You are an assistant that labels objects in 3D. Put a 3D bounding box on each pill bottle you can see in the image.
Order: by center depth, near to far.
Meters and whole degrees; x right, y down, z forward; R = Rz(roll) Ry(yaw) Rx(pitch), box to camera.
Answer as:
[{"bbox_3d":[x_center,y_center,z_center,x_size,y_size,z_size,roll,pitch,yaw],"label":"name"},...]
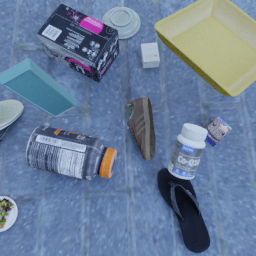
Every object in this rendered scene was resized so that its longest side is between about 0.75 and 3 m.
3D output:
[{"bbox_3d":[1.511,0.578,7.066,0.726,0.726,1.277,15,109,5],"label":"pill bottle"},{"bbox_3d":[-1.675,0.836,8.711,2.569,1.365,1.365,13,71,4],"label":"pill bottle"}]

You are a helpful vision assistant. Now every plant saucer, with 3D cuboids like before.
[{"bbox_3d":[-2.160,-0.859,7.146,0.910,2.603,0.247,-28,71,5],"label":"plant saucer"},{"bbox_3d":[2.532,-2.292,7.813,2.845,0.689,2.845,-36,74,-25],"label":"plant saucer"},{"bbox_3d":[-0.274,-4.225,10.996,1.551,0.389,1.551,0,71,-1],"label":"plant saucer"}]

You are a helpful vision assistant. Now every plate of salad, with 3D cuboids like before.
[{"bbox_3d":[-3.977,2.651,8.665,1.068,0.256,1.068,0,70,1],"label":"plate of salad"}]

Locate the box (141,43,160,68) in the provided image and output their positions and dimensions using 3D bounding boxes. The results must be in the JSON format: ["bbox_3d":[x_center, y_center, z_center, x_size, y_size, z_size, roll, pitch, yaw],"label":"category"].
[{"bbox_3d":[0.818,-2.702,10.437,0.614,0.429,0.806,-5,71,-2],"label":"box"}]

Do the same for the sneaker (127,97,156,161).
[{"bbox_3d":[0.423,0.054,9.435,0.834,0.778,2.208,-9,69,20],"label":"sneaker"}]

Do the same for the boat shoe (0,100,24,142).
[{"bbox_3d":[-4.550,0.066,9.286,1.007,0.840,2.699,29,58,10],"label":"boat shoe"}]

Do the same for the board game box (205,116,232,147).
[{"bbox_3d":[2.975,0.122,9.475,0.794,0.385,0.633,-42,76,-12],"label":"board game box"}]

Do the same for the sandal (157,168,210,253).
[{"bbox_3d":[1.774,2.401,8.577,1.024,0.576,2.692,-23,72,-8],"label":"sandal"}]

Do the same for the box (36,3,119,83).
[{"bbox_3d":[-1.710,-2.998,10.045,2.400,1.377,1.586,29,75,11],"label":"box"}]
